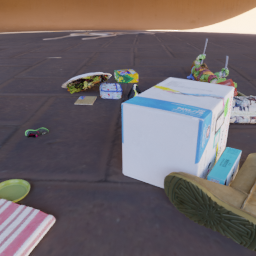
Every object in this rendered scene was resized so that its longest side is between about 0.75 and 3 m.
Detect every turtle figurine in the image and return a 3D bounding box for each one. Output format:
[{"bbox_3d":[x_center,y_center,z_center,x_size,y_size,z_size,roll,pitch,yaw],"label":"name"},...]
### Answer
[{"bbox_3d":[4.599,-3.144,14.747,2.807,2.020,2.721,-35,44,4],"label":"turtle figurine"}]

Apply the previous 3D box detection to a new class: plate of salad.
[{"bbox_3d":[-2.074,-2.282,14.325,2.601,0.625,2.601,-13,0,0],"label":"plate of salad"}]

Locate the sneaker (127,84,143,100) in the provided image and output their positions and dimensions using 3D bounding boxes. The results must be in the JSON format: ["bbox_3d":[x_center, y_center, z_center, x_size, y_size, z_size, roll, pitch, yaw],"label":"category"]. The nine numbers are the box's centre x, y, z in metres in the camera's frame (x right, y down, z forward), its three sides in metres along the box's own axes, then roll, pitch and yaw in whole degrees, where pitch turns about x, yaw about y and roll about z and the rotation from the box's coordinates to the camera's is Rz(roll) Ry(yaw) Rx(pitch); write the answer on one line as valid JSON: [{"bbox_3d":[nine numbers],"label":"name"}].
[{"bbox_3d":[0.429,-1.565,13.615,0.781,0.676,1.887,25,24,-7],"label":"sneaker"}]

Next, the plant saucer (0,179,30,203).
[{"bbox_3d":[-2.923,1.606,6.979,0.943,0.147,0.943,1,24,0],"label":"plant saucer"}]

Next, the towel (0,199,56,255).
[{"bbox_3d":[-3.085,2.144,5.593,2.694,0.403,1.971,11,27,16],"label":"towel"}]

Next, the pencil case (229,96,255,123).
[{"bbox_3d":[4.219,-0.672,10.801,2.848,1.108,1.274,2,29,4],"label":"pencil case"}]

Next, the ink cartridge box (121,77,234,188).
[{"bbox_3d":[1.485,0.027,7.986,2.150,2.160,2.944,14,28,28],"label":"ink cartridge box"}]

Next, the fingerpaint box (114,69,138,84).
[{"bbox_3d":[-0.125,-3.157,16.974,1.187,0.522,1.423,-5,25,-12],"label":"fingerpaint box"}]

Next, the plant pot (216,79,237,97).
[{"bbox_3d":[3.372,-1.303,9.951,0.813,0.836,0.836,-23,12,31],"label":"plant pot"}]

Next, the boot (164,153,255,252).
[{"bbox_3d":[2.599,1.328,6.739,2.522,0.952,2.880,31,38,27],"label":"boot"}]

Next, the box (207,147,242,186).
[{"bbox_3d":[2.501,1.170,7.274,0.416,0.696,1.692,14,28,30],"label":"box"}]

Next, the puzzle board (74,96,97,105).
[{"bbox_3d":[-2.017,-1.313,13.454,0.838,0.097,1.112,1,24,6],"label":"puzzle board"}]

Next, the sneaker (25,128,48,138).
[{"bbox_3d":[-3.222,0.212,9.953,0.798,0.306,0.334,-11,47,-19],"label":"sneaker"}]

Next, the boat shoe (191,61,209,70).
[{"bbox_3d":[4.610,-3.714,17.818,0.875,0.827,2.432,-6,25,-13],"label":"boat shoe"}]

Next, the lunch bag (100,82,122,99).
[{"bbox_3d":[-0.844,-1.910,14.237,1.159,0.547,1.447,0,25,-5],"label":"lunch bag"}]

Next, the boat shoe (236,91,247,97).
[{"bbox_3d":[4.974,-1.183,12.371,0.862,0.738,2.353,-10,26,-22],"label":"boat shoe"}]
